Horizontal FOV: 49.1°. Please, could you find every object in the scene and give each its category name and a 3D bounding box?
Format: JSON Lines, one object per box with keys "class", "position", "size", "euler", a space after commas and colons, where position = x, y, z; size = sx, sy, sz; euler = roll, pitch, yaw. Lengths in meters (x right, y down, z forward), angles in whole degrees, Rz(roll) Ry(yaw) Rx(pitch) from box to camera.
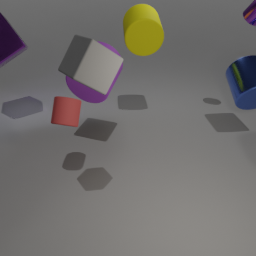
{"class": "cube", "position": [-0.651, -1.092, 4.832], "size": [0.700, 0.700, 0.700], "euler": [23, 7, -40]}
{"class": "cylinder", "position": [4.347, -1.592, 9.951], "size": [1.400, 1.400, 1.400], "euler": [-3, 60, -5]}
{"class": "cylinder", "position": [-1.603, -0.415, 7.275], "size": [0.700, 0.700, 0.700], "euler": [8, -2, 0]}
{"class": "cylinder", "position": [4.511, -4.065, 9.749], "size": [0.700, 0.700, 0.700], "euler": [11, 61, -20]}
{"class": "cylinder", "position": [-1.032, -1.743, 8.818], "size": [1.400, 1.400, 1.400], "euler": [10, 53, 18]}
{"class": "cylinder", "position": [0.536, -3.602, 10.288], "size": [1.400, 1.400, 1.400], "euler": [-2, 44, -3]}
{"class": "cube", "position": [-4.670, -3.121, 10.110], "size": [1.400, 1.400, 1.400], "euler": [-37, 19, -5]}
